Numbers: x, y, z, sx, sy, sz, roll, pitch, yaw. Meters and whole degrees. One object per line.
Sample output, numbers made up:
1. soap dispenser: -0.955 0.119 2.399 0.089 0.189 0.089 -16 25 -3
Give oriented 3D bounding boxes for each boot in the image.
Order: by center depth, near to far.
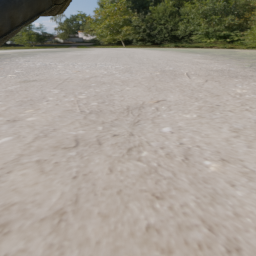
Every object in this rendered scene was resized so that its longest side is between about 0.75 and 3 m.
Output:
1. boot: -1.777 -2.279 4.698 2.504 0.909 2.277 -44 1 -41
